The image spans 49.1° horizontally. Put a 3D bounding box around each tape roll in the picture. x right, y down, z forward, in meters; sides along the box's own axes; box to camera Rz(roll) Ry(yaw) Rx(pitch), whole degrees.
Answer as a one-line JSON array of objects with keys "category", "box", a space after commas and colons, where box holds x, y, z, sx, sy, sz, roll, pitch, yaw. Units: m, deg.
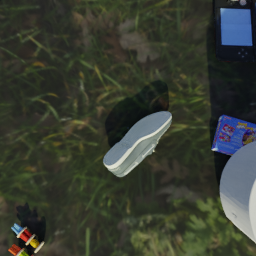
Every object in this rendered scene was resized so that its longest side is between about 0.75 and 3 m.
[{"category": "tape roll", "box": [4.163, 1.787, 7.277, 2.979, 2.045, 2.979, 0, 90, 0]}]

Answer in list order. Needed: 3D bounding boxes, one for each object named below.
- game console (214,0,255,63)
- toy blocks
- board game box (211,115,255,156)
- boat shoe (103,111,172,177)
[{"category": "game console", "box": [3.919, -3.429, 8.830, 2.041, 1.405, 2.368, 2, 79, 0]}, {"category": "toy blocks", "box": [-3.070, 3.326, 8.067, 1.006, 0.365, 0.839, 37, 81, 7]}, {"category": "board game box", "box": [3.536, 0.370, 8.626, 1.644, 0.368, 1.106, 18, 80, 3]}, {"category": "boat shoe", "box": [0.404, 0.475, 8.540, 2.553, 0.929, 0.789, -41, 125, -14]}]
